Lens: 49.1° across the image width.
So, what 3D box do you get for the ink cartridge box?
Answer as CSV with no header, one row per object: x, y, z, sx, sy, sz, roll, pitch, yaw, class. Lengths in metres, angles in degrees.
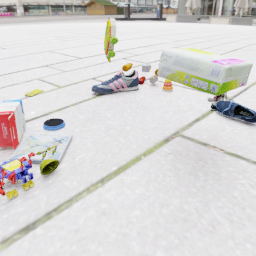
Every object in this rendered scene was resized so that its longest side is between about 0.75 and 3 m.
-4.467,-0.153,10.523,0.755,1.304,2.245,-4,22,-8,ink cartridge box

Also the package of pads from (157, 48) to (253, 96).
2.457,-1.887,8.891,2.143,0.946,2.774,25,26,30,package of pads

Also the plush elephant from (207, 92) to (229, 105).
4.658,-1.633,14.166,1.071,0.829,0.882,2,27,4,plush elephant

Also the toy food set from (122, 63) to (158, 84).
0.988,-3.413,17.289,2.493,1.190,1.122,6,27,19,toy food set

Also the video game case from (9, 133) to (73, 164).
-3.089,0.696,10.217,1.743,0.210,1.912,1,27,3,video game case

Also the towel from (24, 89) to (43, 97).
-5.248,-1.972,15.689,0.486,0.102,1.128,13,28,14,towel

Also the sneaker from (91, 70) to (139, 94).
-0.717,-2.654,15.804,2.872,1.178,1.007,-12,29,-22,sneaker

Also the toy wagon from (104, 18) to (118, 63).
-0.846,-3.979,13.090,0.411,2.078,1.612,2,48,-14,toy wagon

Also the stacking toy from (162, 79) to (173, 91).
2.300,-2.606,16.017,0.667,0.912,0.667,1,27,0,stacking toy

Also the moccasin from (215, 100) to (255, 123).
4.841,-0.860,12.476,2.031,0.817,0.692,21,-2,38,moccasin

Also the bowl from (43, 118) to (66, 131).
-3.160,-0.170,11.982,0.942,0.185,0.942,0,27,0,bowl

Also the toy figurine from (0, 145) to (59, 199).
-3.260,1.081,8.463,1.236,1.088,2.063,18,30,30,toy figurine

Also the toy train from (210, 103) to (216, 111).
4.399,-1.007,13.511,0.816,0.348,0.465,10,19,19,toy train

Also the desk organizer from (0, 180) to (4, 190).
-4.180,1.719,8.013,1.072,0.384,0.413,-16,33,-29,desk organizer
